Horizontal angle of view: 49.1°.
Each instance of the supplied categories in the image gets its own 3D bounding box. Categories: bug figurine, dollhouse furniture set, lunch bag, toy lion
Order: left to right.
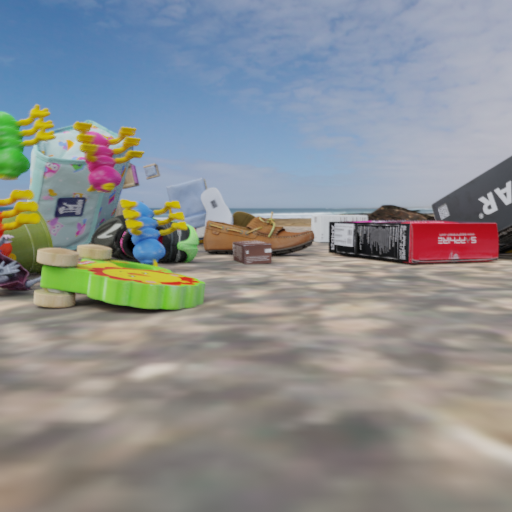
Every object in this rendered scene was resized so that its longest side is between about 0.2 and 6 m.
[{"bbox_3d":[-2.282,-0.747,6.723,2.797,2.169,0.720,1,-26,-40],"label":"bug figurine"},{"bbox_3d":[-3.772,-1.393,11.461,1.567,2.189,2.570,25,27,3],"label":"lunch bag"},{"bbox_3d":[-1.086,0.219,4.801,1.327,0.475,1.384,7,4,2],"label":"toy lion"},{"bbox_3d":[-2.250,-1.430,14.319,2.524,2.383,1.647,-11,3,4],"label":"dollhouse furniture set"}]

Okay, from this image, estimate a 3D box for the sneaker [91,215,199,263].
[{"bbox_3d":[-1.973,-0.308,9.178,2.199,0.844,0.921,1,0,34],"label":"sneaker"}]

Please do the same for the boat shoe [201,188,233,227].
[{"bbox_3d":[-0.918,-0.966,13.914,0.683,0.563,1.990,-23,41,4],"label":"boat shoe"}]

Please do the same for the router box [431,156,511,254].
[{"bbox_3d":[5.820,-1.272,9.515,3.429,1.139,4.361,-2,-20,-29],"label":"router box"}]

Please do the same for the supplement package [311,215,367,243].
[{"bbox_3d":[2.497,-0.822,16.871,1.502,0.823,0.854,0,4,-13],"label":"supplement package"}]

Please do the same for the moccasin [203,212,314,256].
[{"bbox_3d":[0.040,-0.437,10.823,2.203,0.851,0.806,2,2,26],"label":"moccasin"}]

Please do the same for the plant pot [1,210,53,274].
[{"bbox_3d":[-3.097,-0.097,6.773,0.933,0.933,0.886,3,18,41],"label":"plant pot"}]

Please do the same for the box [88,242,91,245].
[{"bbox_3d":[-4.844,-0.532,15.127,1.292,0.509,0.912,1,1,15],"label":"box"}]

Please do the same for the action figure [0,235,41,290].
[{"bbox_3d":[-2.416,0.216,5.359,0.688,0.619,0.923,-47,5,-17],"label":"action figure"}]

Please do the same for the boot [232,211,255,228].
[{"bbox_3d":[0.071,-0.660,14.381,1.508,0.544,1.166,25,3,0],"label":"boot"}]

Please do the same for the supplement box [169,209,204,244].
[{"bbox_3d":[-1.890,-0.914,16.306,1.105,1.090,0.734,3,5,39],"label":"supplement box"}]

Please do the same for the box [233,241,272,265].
[{"bbox_3d":[-0.073,-0.060,9.092,0.452,0.338,0.902,-3,4,-13],"label":"box"}]

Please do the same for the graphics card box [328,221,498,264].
[{"bbox_3d":[2.644,-0.289,9.952,1.710,0.693,2.725,-2,3,-20],"label":"graphics card box"}]
